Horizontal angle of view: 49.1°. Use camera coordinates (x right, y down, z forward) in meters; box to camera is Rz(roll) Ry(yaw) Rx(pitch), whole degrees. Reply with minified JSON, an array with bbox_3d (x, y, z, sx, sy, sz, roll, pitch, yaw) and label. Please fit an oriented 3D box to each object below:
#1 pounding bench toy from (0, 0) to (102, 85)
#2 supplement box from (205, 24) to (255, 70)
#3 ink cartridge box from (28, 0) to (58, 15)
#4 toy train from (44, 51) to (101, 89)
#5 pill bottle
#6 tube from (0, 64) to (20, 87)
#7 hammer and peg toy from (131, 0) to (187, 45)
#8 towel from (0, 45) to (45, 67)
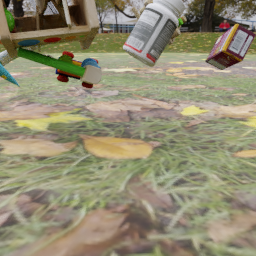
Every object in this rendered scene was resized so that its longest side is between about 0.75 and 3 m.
[{"bbox_3d":[-1.960,-2.250,6.426,2.264,2.902,1.803,-13,5,-16],"label":"pounding bench toy"},{"bbox_3d":[3.228,-2.526,8.986,0.705,0.909,1.647,28,0,-3],"label":"supplement box"},{"bbox_3d":[-2.383,-3.644,8.045,0.460,2.081,0.978,-29,12,23],"label":"ink cartridge box"},{"bbox_3d":[-1.752,-1.721,7.618,2.045,0.866,1.183,13,2,-10],"label":"toy train"},{"bbox_3d":[0.791,-2.922,8.324,1.112,1.953,1.112,31,8,-5],"label":"pill bottle"},{"bbox_3d":[-3.542,-1.670,7.229,1.737,0.438,0.673,42,4,-47],"label":"tube"},{"bbox_3d":[1.288,-4.262,10.839,0.943,1.967,2.674,-19,29,37],"label":"hammer and peg toy"},{"bbox_3d":[-3.343,-2.524,9.052,2.045,0.314,1.526,-31,18,-14],"label":"towel"}]
